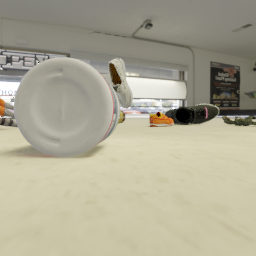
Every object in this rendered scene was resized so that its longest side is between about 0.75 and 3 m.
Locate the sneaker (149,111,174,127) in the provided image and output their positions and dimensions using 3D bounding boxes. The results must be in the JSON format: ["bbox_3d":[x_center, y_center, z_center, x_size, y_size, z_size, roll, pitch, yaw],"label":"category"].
[{"bbox_3d":[1.441,-0.366,11.563,0.591,0.624,1.619,1,1,34],"label":"sneaker"}]

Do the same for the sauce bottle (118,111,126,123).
[{"bbox_3d":[-1.160,-0.585,14.725,2.279,0.737,0.737,-2,3,-43],"label":"sauce bottle"}]

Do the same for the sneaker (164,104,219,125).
[{"bbox_3d":[3.240,-0.603,13.455,2.848,1.007,1.413,-6,5,-8],"label":"sneaker"}]

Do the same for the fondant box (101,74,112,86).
[{"bbox_3d":[-1.588,-1.348,13.386,1.717,2.380,0.693,-1,2,-5],"label":"fondant box"}]

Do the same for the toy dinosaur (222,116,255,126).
[{"bbox_3d":[5.121,-0.311,11.836,0.950,0.512,2.156,-22,17,-40],"label":"toy dinosaur"}]

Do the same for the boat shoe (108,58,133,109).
[{"bbox_3d":[-0.361,-1.687,11.125,0.736,2.077,0.725,3,25,31],"label":"boat shoe"}]

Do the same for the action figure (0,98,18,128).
[{"bbox_3d":[-4.695,-0.321,8.614,2.672,1.445,2.762,-8,31,-20],"label":"action figure"}]

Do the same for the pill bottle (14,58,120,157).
[{"bbox_3d":[-0.707,-0.272,4.096,1.158,1.158,1.937,0,2,2],"label":"pill bottle"}]
